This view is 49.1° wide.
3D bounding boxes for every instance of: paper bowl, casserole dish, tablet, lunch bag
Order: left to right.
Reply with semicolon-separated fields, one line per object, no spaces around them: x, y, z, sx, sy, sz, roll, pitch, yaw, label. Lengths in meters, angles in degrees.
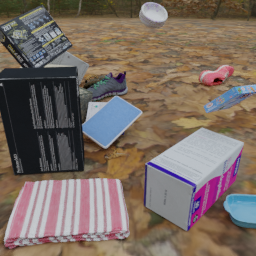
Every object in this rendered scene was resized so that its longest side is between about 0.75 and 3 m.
-2.256;-0.971;11.224;1.641;1.346;0.965;23;28;34;lunch bag
-0.597;-0.259;9.924;1.323;0.139;2.033;34;61;22;tablet
1.114;-5.001;12.650;1.239;0.644;1.239;7;60;-13;paper bowl
3.073;2.007;6.640;1.593;0.309;0.965;2;27;5;casserole dish

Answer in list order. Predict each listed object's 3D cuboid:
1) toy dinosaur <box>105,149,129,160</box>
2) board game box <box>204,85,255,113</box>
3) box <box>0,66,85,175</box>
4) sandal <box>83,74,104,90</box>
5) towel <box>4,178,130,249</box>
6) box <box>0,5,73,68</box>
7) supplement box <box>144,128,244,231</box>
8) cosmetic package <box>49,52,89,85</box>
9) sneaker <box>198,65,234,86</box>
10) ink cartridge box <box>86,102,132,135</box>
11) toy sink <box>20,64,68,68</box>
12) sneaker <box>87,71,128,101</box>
-0.370;0.865;9.027;0.783;0.237;0.416;-13;52;-11;toy dinosaur
2.795;-0.789;7.547;1.324;1.002;0.242;-10;71;-44;board game box
-2.374;-0.189;8.042;2.064;2.925;1.153;-3;27;-8;box
-1.806;-2.490;14.519;0.934;0.624;2.286;-28;11;23;sandal
-1.372;1.945;6.749;2.670;0.399;1.954;-1;27;-7;towel
-3.165;-3.056;9.691;0.539;1.769;2.195;-19;26;41;box
1.728;1.151;7.198;1.342;1.314;2.597;22;35;36;supplement box
-3.392;-3.198;14.062;1.052;1.445;2.843;32;8;33;cosmetic package
5.138;-2.808;15.652;2.403;0.886;1.042;-19;43;-21;sneaker
-0.682;-0.354;10.455;1.653;0.631;1.128;0;54;3;ink cartridge box
-3.525;-1.871;12.244;2.408;1.349;1.570;4;34;1;toy sink
-1.263;-2.102;13.661;2.703;1.183;1.006;-17;32;-30;sneaker
